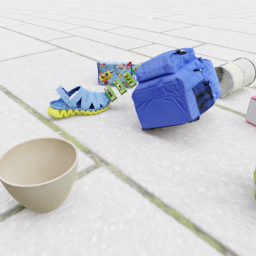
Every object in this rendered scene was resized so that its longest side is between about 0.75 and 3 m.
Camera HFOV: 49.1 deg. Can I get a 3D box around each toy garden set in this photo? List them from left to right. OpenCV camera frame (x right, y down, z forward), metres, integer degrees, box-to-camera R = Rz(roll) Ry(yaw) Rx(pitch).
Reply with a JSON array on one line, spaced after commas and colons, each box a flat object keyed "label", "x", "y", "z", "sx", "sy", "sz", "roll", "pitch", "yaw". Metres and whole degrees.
[{"label": "toy garden set", "x": -0.298, "y": -1.953, "z": 10.674, "sx": 1.619, "sy": 0.323, "sz": 1.349, "roll": -35, "pitch": 57, "yaw": 5}]

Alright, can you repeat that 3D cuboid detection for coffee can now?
[{"label": "coffee can", "x": 4.406, "y": -2.167, "z": 11.946, "sx": 1.828, "sy": 1.338, "sz": 1.338, "roll": -24, "pitch": 39, "yaw": -35}]

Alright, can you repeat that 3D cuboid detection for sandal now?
[{"label": "sandal", "x": -1.734, "y": -1.083, "z": 10.402, "sx": 2.493, "sy": 1.085, "sz": 0.991, "roll": -12, "pitch": 37, "yaw": -28}]

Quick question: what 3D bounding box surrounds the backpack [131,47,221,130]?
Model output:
[{"label": "backpack", "x": 1.808, "y": -1.450, "z": 9.501, "sx": 2.333, "sy": 2.409, "sz": 2.871, "roll": -2, "pitch": 19, "yaw": 41}]

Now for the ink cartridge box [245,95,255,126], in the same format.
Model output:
[{"label": "ink cartridge box", "x": 5.696, "y": -0.644, "z": 9.780, "sx": 2.465, "sy": 1.040, "sz": 1.784, "roll": -19, "pitch": 36, "yaw": -28}]

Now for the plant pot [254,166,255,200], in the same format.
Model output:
[{"label": "plant pot", "x": 4.053, "y": 1.051, "z": 6.171, "sx": 2.201, "sy": 2.394, "sz": 2.394, "roll": 5, "pitch": 30, "yaw": 31}]

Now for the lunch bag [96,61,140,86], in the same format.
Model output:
[{"label": "lunch bag", "x": -0.288, "y": -2.797, "z": 13.495, "sx": 1.709, "sy": 1.068, "sz": 2.270, "roll": 7, "pitch": 23, "yaw": 16}]

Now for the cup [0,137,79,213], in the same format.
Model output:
[{"label": "cup", "x": -1.988, "y": 1.202, "z": 6.550, "sx": 1.775, "sy": 1.270, "sz": 1.775, "roll": 0, "pitch": 32, "yaw": 0}]
